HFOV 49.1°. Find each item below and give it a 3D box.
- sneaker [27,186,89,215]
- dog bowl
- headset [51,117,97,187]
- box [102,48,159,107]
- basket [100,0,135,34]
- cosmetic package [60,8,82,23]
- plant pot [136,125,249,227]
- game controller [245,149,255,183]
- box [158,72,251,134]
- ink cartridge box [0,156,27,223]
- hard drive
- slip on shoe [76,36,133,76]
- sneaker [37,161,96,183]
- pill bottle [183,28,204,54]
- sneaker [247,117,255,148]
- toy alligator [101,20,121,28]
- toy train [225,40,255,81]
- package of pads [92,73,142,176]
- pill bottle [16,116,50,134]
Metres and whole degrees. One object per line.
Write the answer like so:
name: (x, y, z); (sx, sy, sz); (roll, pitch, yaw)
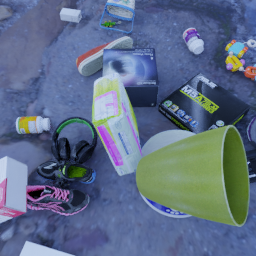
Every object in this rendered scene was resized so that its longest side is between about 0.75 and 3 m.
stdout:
sneaker: (-2.308, 2.167, 8.808); (2.149, 1.025, 0.849); (2, 54, 0)
dog bowl: (1.639, 1.447, 9.252); (2.737, 1.078, 2.737); (0, 56, 0)
headset: (-1.973, 0.762, 9.648); (1.554, 1.182, 2.516); (9, 73, 6)
box: (0.081, -2.080, 11.504); (2.195, 1.353, 2.177); (-2, 57, -1)
basket: (-0.463, -5.799, 14.122); (1.664, 1.313, 1.887); (11, 90, 1)
cosmetic package: (-2.991, -5.904, 14.655); (0.999, 0.424, 0.537); (11, 58, 8)
plant pot: (1.576, 1.242, 7.341); (2.526, 2.363, 2.363); (-8, 49, 34)
game controller: (4.081, 1.373, 9.773); (2.150, 0.453, 1.122); (-11, 71, -7)
box: (2.938, -0.769, 10.972); (2.496, 0.614, 2.585); (-37, 61, -18)
ink cartridge box: (-4.179, 2.042, 8.438); (2.170, 0.915, 1.571); (-24, 55, 16)
hard drive: (-2.557, 4.558, 7.582); (1.622, 0.323, 2.460); (13, 57, 9)
slip on shoe: (-1.056, -3.372, 12.610); (2.926, 1.084, 0.895); (-32, 57, -15)
sneaker: (-2.046, 1.370, 9.178); (1.974, 0.818, 0.700); (5, 65, 10)
pill bottle: (3.119, -4.092, 13.250); (0.706, 0.706, 1.256); (-11, 57, -8)
sneaker: (5.171, -0.407, 10.302); (0.997, 1.173, 2.680); (24, 52, 15)
toy alligator: (-0.876, -5.346, 14.383); (1.040, 0.309, 0.282); (-11, 15, -8)
toy train: (5.200, -2.966, 12.573); (1.728, 0.640, 2.301); (4, 59, 2)
package of pads: (-0.347, -0.262, 8.949); (0.971, 2.200, 2.848); (-18, 34, 7)
pill bottle: (-3.559, -0.121, 10.588); (1.134, 0.630, 0.630); (-3, 56, -2)
